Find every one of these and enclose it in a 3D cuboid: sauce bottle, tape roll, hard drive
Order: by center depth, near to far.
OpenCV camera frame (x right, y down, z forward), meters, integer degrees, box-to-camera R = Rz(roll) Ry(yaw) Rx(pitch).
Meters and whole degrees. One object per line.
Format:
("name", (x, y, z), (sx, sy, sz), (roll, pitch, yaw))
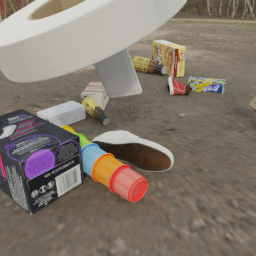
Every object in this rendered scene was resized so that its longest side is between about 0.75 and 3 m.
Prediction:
("tape roll", (-0.595, -1.694, 3.992), (2.952, 0.539, 2.952), (-18, 35, 13))
("hard drive", (-0.202, -0.942, 4.680), (0.635, 0.962, 0.128), (-5, 41, 22))
("sauce bottle", (-1.036, -0.552, 8.798), (0.410, 0.410, 1.268), (-20, 48, -35))
("sauce bottle", (0.995, -3.112, 14.011), (2.136, 0.691, 0.691), (22, 33, 39))

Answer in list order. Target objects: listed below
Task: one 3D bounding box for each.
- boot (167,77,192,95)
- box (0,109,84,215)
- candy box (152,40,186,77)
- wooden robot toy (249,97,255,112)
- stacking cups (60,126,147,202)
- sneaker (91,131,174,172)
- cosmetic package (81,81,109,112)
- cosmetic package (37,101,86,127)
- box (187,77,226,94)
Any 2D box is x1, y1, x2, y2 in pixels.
("boot", (2.096, -1.698, 11.388), (0.935, 0.469, 1.296), (1, 34, 0))
("box", (-2.144, 0.558, 5.867), (2.202, 1.168, 1.346), (22, 34, 37))
("candy box", (1.990, -3.539, 14.077), (0.663, 1.385, 2.399), (-9, 27, -19))
("wooden robot toy", (4.668, -0.065, 7.865), (1.134, 1.101, 2.500), (25, 4, -43))
("stacking cups", (-0.703, 0.686, 6.032), (2.603, 0.787, 0.787), (22, 34, 39))
("sneaker", (0.179, 0.401, 6.664), (2.091, 0.761, 0.885), (13, 31, 27))
("cosmetic package", (-1.130, -1.145, 9.983), (0.778, 0.656, 1.504), (2, 26, 4))
("cosmetic package", (-2.028, -0.392, 8.648), (0.676, 0.492, 1.330), (23, 36, 39))
("box", (3.169, -1.738, 11.368), (1.465, 0.513, 0.471), (9, 27, 18))
